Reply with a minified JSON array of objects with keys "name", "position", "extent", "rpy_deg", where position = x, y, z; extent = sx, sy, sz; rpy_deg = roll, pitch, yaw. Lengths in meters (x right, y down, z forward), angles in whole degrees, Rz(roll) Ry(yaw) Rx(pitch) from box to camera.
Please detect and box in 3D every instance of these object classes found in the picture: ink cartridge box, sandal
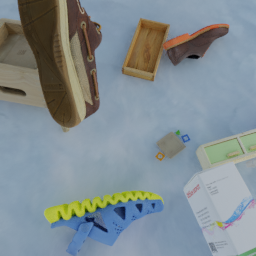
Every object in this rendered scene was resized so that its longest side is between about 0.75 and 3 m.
[{"name":"ink cartridge box","position":[2.140,1.985,6.020],"extent":[0.892,1.538,2.123],"rpy_deg":[-19,67,-9]},{"name":"sandal","position":[-0.471,2.092,6.350],"extent":[2.678,1.064,1.166],"rpy_deg":[-13,77,0]}]

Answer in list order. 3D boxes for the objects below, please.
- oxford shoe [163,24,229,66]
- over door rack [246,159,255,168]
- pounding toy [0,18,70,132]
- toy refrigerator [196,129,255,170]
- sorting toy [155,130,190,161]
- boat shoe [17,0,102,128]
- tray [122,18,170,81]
[{"name":"oxford shoe","position":[2.185,-2.567,8.611],"extent":[2.298,0.818,0.833],"rpy_deg":[-23,97,-13]},{"name":"over door rack","position":[3.596,1.496,6.678],"extent":[1.807,0.602,1.335],"rpy_deg":[7,65,-20]},{"name":"pounding toy","position":[-2.565,-1.449,7.687],"extent":[2.461,1.750,2.266],"rpy_deg":[11,55,5]},{"name":"toy refrigerator","position":[2.664,0.570,7.187],"extent":[1.644,0.575,0.624],"rpy_deg":[-15,67,-7]},{"name":"sorting toy","position":[1.141,0.473,7.472],"extent":[1.092,0.149,0.615],"rpy_deg":[-35,66,-15]},{"name":"boat shoe","position":[-0.991,-1.502,4.738],"extent":[1.051,2.913,1.048],"rpy_deg":[8,27,39]},{"name":"tray","position":[0.575,-2.446,8.652],"extent":[0.993,0.373,2.013],"rpy_deg":[15,68,6]}]
